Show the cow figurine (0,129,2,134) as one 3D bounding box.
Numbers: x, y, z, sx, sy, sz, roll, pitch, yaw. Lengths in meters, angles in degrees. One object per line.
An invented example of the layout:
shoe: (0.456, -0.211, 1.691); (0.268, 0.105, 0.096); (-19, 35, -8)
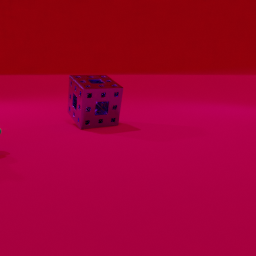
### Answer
cow figurine: (-2.662, -0.024, 4.819); (0.481, 0.862, 0.876); (-15, -12, 39)

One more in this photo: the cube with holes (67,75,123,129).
cube with holes: (-0.900, -0.727, 7.423); (1.073, 1.073, 1.073); (-6, 30, -29)
